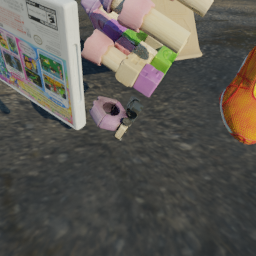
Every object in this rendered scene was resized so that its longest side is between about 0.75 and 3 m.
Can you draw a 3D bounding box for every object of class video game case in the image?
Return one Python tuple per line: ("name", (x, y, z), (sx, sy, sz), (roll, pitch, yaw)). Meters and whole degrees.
("video game case", (-1.542, -1.211, 4.340), (2.189, 1.993, 0.259), (30, 50, 25))

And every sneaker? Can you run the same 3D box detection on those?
("sneaker", (2.004, -0.727, 4.264), (0.802, 0.848, 2.198), (27, 61, 0))

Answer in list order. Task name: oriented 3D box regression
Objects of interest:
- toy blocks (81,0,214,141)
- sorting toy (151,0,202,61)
("toy blocks", (-0.154, -1.905, 6.016), (2.437, 2.895, 2.705), (33, 44, 1))
("sorting toy", (1.069, -3.605, 9.158), (2.747, 2.967, 0.541), (-16, 3, -30))
